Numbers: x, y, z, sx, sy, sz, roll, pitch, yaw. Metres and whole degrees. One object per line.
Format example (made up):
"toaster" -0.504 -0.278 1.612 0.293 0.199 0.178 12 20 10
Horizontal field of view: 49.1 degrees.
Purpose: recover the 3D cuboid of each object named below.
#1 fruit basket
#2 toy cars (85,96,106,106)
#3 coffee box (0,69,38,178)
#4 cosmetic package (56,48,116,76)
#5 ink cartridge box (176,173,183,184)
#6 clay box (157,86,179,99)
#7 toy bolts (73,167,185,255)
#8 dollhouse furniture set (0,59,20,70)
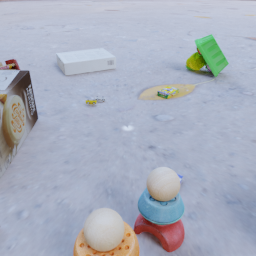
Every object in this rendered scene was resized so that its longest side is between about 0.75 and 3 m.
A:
"fruit basket" 3.323 -3.064 12.430 1.831 1.831 1.321 4 30 7
"toy cars" -1.139 -0.933 9.867 0.372 0.184 0.830 29 37 32
"coffee box" -3.422 -0.279 7.224 1.171 1.680 2.939 0 31 1
"cosmetic package" -2.009 -3.194 13.296 2.428 0.627 1.830 -12 34 -20
"ink cartridge box" 0.874 1.234 6.145 0.448 0.157 0.750 17 37 26
"clay box" 1.543 -1.370 10.580 0.486 0.201 0.846 24 38 33
"toy bolts" 0.440 1.613 4.188 1.996 1.449 2.089 15 33 24
"dollhouse furniture set" -5.428 -1.980 11.145 2.487 1.011 1.338 2 26 40
